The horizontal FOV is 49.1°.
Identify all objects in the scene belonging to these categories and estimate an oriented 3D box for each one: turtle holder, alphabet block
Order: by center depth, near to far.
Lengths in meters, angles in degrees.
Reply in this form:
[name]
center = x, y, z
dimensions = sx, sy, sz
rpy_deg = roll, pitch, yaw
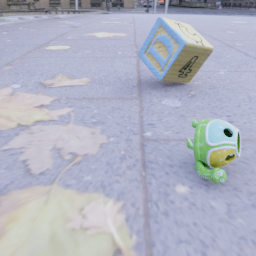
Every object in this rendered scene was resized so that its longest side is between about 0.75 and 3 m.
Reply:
[turtle holder]
center = 1.879, 0.410, 6.098
dimensions = 0.996, 1.065, 1.402
rpy_deg = -2, 26, 30
[alphabet block]
center = 1.897, -3.082, 11.333
dimensions = 1.899, 1.864, 1.855
rpy_deg = -7, 53, -42
